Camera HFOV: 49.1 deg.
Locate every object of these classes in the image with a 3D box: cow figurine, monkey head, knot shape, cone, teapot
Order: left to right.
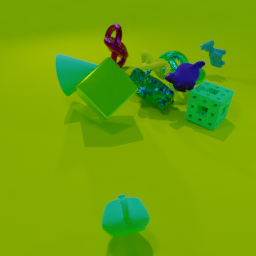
[{"bbox_3d":[-1.259,-1.629,8.048,1.241,1.236,1.236,-10,33,6],"label":"cone"},{"bbox_3d":[-0.434,-2.977,10.359,0.761,1.647,1.541,-15,19,3],"label":"knot shape"},{"bbox_3d":[-0.057,1.399,4.547,0.770,1.238,0.606,-8,61,-6],"label":"teapot"},{"bbox_3d":[0.718,-1.214,8.578,1.621,0.890,1.595,33,15,3],"label":"cow figurine"},{"bbox_3d":[0.769,-1.825,8.155,1.066,0.493,0.998,32,20,3],"label":"knot shape"},{"bbox_3d":[1.562,-1.934,9.041,1.564,0.772,1.671,23,5,-38],"label":"knot shape"},{"bbox_3d":[1.472,-1.462,7.685,0.933,0.781,1.296,20,-16,-30],"label":"monkey head"},{"bbox_3d":[3.077,-2.692,10.204,0.922,0.937,0.514,26,52,36],"label":"cow figurine"}]

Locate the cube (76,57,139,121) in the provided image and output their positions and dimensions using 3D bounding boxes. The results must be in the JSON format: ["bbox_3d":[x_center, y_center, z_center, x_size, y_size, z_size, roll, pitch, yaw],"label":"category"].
[{"bbox_3d":[-0.578,-0.970,7.335,1.115,1.115,1.115,-44,6,-9],"label":"cube"}]

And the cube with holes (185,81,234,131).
[{"bbox_3d":[2.209,-0.628,7.645,0.867,0.867,0.867,27,41,28],"label":"cube with holes"}]
